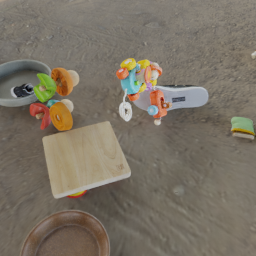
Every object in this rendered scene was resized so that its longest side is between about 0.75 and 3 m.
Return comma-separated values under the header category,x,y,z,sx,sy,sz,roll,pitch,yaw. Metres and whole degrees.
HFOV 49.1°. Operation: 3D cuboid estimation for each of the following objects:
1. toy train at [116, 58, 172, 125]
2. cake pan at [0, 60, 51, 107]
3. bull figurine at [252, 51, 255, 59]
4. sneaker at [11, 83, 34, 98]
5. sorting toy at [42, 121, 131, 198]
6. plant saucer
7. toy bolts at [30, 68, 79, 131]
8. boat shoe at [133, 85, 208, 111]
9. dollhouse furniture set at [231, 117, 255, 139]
category,x,y,z,sx,sy,sz,roll,pitch,yaw
toy train,0.668,-1.072,8.367,0.767,2.073,2.759,-7,2,29
cake pan,-4.225,-1.738,10.808,2.617,0.480,2.617,0,46,0
bull figurine,6.575,-2.981,11.783,1.539,0.825,2.535,-27,51,-24
sneaker,-3.595,-1.363,10.093,0.672,0.445,1.180,-11,9,18
sorting toy,-1.214,0.957,8.012,2.051,0.718,2.064,-14,47,-13
plant saucer,-1.352,2.755,6.151,1.931,0.353,1.931,0,46,0
toy bolts,-2.077,-0.735,9.007,1.389,2.003,1.913,-27,77,-39
boat shoe,1.479,-1.111,10.033,2.670,0.916,0.756,0,20,1
dollhouse furniture set,4.310,-0.102,9.067,1.793,0.692,0.896,10,46,10
